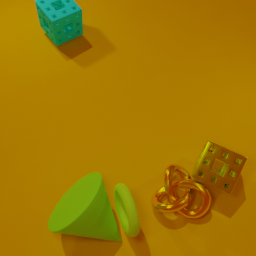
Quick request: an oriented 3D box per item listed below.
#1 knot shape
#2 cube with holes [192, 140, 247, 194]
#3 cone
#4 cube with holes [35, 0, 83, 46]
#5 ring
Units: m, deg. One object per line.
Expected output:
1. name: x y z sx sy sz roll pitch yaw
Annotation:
1. knot shape: 1.255 1.487 6.847 1.393 0.643 1.303 1 55 2
2. cube with holes: 2.190 0.909 6.835 0.922 0.922 0.922 24 95 13
3. cone: -0.652 2.074 6.226 1.548 1.542 1.542 47 64 -18
4. cube with holes: -2.316 -3.746 9.562 1.099 1.099 1.099 -33 72 -20
5. ring: -0.040 1.768 6.070 0.232 1.159 1.159 -13 60 -16
